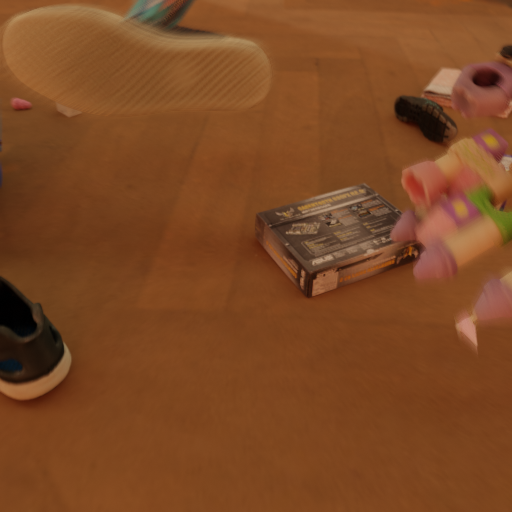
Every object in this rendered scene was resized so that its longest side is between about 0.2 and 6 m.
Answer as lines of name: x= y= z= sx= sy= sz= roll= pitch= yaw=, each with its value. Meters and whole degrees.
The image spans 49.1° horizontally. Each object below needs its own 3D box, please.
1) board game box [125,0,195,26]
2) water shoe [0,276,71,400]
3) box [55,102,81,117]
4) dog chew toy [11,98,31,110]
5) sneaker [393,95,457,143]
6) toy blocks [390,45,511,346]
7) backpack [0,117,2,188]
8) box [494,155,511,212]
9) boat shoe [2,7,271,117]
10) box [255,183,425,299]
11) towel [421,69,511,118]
board game box: x=-1.440 y=-4.509 z=9.533 sx=0.457 sy=1.948 sz=1.471 roll=31 pitch=17 yaw=-35
water shoe: x=-3.619 y=0.538 z=7.214 sx=3.303 sy=1.304 sz=1.181 roll=23 pitch=43 yaw=27
box: x=-4.529 y=-3.691 z=13.390 sx=0.365 sy=0.559 sz=0.556 roll=-32 pitch=47 yaw=-32
dog chew toy: x=-5.720 y=-3.693 z=13.659 sx=0.430 sy=0.268 sz=0.268 roll=5 pitch=37 yaw=-8
sneaker: x=3.934 y=-3.174 z=12.567 sx=0.790 sy=0.752 sz=1.994 roll=-12 pitch=39 yaw=-19
toy blocks: x=2.151 y=-0.379 z=5.397 sx=1.783 sy=2.118 sz=1.979 roll=-28 pitch=56 yaw=-11
backpack: x=-5.707 y=-2.328 z=9.413 sx=2.617 sy=3.551 sz=3.890 roll=7 pitch=22 yaw=-7
box: x=4.221 y=-1.236 z=9.918 sx=0.488 sy=0.855 sz=0.929 roll=15 pitch=39 yaw=16
boat shoe: x=-1.539 y=-2.579 z=7.602 sx=3.466 sy=1.293 sz=1.079 roll=-1 pitch=23 yaw=-19
box: x=1.319 y=-0.323 z=8.985 sx=2.187 sy=0.529 sz=1.732 roll=-17 pitch=41 yaw=-21
towel: x=5.521 y=-4.215 z=14.261 sx=2.172 sy=0.350 sz=2.075 roll=20 pitch=42 yaw=23
